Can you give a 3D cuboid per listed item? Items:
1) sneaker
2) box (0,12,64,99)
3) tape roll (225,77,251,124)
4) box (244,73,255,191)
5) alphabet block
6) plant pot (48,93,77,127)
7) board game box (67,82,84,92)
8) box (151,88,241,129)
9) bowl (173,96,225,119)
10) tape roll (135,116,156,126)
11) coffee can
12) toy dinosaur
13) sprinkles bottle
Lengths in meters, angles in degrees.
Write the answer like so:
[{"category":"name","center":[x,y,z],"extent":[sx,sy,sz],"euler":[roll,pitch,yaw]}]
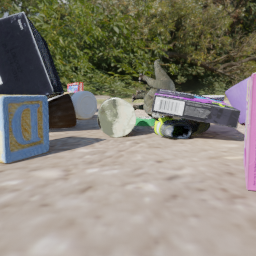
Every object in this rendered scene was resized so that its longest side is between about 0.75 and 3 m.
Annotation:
[{"category":"sneaker","center":[1.219,0.027,5.845],"extent":[1.338,0.494,0.541],"euler":[-8,22,-25]},{"category":"box","center":[-3.379,-1.212,6.913],"extent":[2.993,1.844,2.968],"euler":[-19,8,-6]},{"category":"tape roll","center":[4.210,-1.107,8.011],"extent":[2.534,1.077,2.534],"euler":[-23,-7,-3]},{"category":"box","center":[1.630,-0.011,3.078],"extent":[0.616,1.120,1.274],"euler":[3,8,22]},{"category":"alphabet block","center":[-1.848,-0.041,4.175],"extent":[0.954,0.932,0.937],"euler":[2,5,23]},{"category":"plant pot","center":[-2.002,-0.381,7.528],"extent":[0.991,0.927,0.927],"euler":[-15,12,-21]},{"category":"board game box","center":[-2.606,-1.492,13.776],"extent":[0.267,1.412,2.743],"euler":[-4,8,-22]},{"category":"box","center":[1.329,-0.504,6.010],"extent":[1.557,0.393,2.178],"euler":[11,11,5]},{"category":"bowl","center":[2.012,-0.711,9.654],"extent":[2.398,0.895,2.395],"euler":[3,8,28]},{"category":"tape roll","center":[0.618,-0.207,8.340],"extent":[0.898,0.216,0.898],"euler":[1,7,0]},{"category":"coffee can","center":[-0.278,-0.278,6.389],"extent":[0.826,0.826,1.128],"euler":[-1,7,-5]},{"category":"toy dinosaur","center":[0.859,-0.949,8.248],"extent":[1.328,0.999,2.597],"euler":[12,49,8]},{"category":"sprinkles bottle","center":[-2.468,-0.913,10.799],"extent":[2.910,0.993,0.993],"euler":[6,9,43]}]
